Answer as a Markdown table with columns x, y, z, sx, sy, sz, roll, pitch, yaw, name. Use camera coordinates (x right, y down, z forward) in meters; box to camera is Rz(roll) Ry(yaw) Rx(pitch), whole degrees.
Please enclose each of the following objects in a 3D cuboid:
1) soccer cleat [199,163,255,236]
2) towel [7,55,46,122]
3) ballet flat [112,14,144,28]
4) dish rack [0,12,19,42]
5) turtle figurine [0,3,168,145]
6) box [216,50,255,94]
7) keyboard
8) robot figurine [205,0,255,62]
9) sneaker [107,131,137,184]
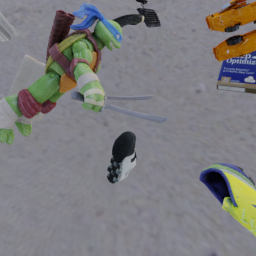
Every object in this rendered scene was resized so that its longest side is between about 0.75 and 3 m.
| x | y | z | sx | sy | sz | roll | pitch | yaw | name |
| --- | --- | --- | --- | --- | --- | --- | --- | --- | --- |
| 1.307 | 0.922 | 2.924 | 0.621 | 0.480 | 1.485 | 1 | 32 | -28 | soccer cleat |
| -2.122 | -0.851 | 6.242 | 0.871 | 0.227 | 1.314 | 24 | 92 | -13 | towel |
| -0.155 | -2.333 | 6.408 | 1.416 | 0.402 | 0.471 | -31 | 24 | -34 | ballet flat |
| -3.085 | -2.218 | 5.154 | 1.607 | 1.872 | 0.408 | 23 | 82 | 5 | dish rack |
| -0.832 | -0.419 | 4.793 | 2.516 | 2.594 | 1.867 | -31 | 38 | 7 | turtle figurine |
| 2.920 | -1.675 | 6.928 | 1.054 | 0.282 | 1.740 | 11 | 67 | 26 | box |
| 0.580 | -3.453 | 8.307 | 1.004 | 0.163 | 1.581 | 57 | 27 | -7 | keyboard |
| 2.201 | -1.798 | 4.718 | 1.620 | 1.175 | 0.472 | -19 | 30 | 9 | robot figurine |
| -0.028 | 0.430 | 4.386 | 0.412 | 0.930 | 0.345 | -9 | 41 | -43 | sneaker |
